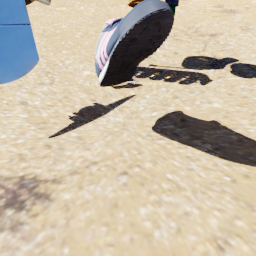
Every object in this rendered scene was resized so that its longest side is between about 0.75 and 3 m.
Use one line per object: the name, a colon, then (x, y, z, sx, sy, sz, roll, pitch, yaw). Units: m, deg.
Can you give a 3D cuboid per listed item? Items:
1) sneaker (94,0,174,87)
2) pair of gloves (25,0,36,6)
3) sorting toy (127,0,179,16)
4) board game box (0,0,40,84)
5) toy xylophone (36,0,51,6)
sneaker: (-0.135, -1.786, 5.454, 1.016, 2.897, 1.188, -11, 82, -24)
pair of gloves: (-2.782, -3.609, 7.468, 0.764, 0.898, 0.157, -28, 79, 8)
sorting toy: (1.085, -4.025, 8.572, 2.776, 1.139, 1.668, 12, 12, 35)
board game box: (-3.357, -2.257, 6.506, 2.099, 2.657, 0.517, -15, 3, -29)
toy xylophone: (-1.882, -4.467, 7.576, 1.853, 2.531, 0.636, 5, 62, -27)
